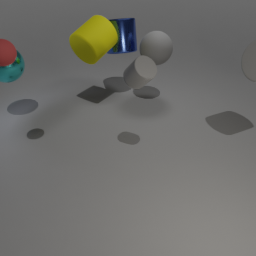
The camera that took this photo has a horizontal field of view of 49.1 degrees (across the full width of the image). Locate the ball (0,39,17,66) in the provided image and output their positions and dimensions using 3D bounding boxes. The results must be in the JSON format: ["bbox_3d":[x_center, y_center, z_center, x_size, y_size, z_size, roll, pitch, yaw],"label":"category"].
[{"bbox_3d":[-3.316,-1.991,7.401,0.700,0.700,0.700,0,32,0],"label":"ball"}]

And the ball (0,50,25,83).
[{"bbox_3d":[-4.661,-2.425,10.631,1.400,1.400,1.400,0,32,0],"label":"ball"}]

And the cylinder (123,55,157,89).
[{"bbox_3d":[0.326,-1.513,7.683,0.700,0.700,0.700,-24,-4,-33],"label":"cylinder"}]

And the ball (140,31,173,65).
[{"bbox_3d":[1.187,-3.363,11.829,1.400,1.400,1.400,0,32,0],"label":"ball"}]

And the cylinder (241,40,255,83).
[{"bbox_3d":[4.550,-2.063,8.817,1.400,1.400,1.400,-2,27,-41],"label":"cylinder"}]

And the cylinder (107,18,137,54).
[{"bbox_3d":[-0.327,-4.068,12.399,1.400,1.400,1.400,-4,19,2],"label":"cylinder"}]

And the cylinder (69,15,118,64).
[{"bbox_3d":[-1.368,-3.510,11.174,1.400,1.400,1.400,23,61,32],"label":"cylinder"}]
